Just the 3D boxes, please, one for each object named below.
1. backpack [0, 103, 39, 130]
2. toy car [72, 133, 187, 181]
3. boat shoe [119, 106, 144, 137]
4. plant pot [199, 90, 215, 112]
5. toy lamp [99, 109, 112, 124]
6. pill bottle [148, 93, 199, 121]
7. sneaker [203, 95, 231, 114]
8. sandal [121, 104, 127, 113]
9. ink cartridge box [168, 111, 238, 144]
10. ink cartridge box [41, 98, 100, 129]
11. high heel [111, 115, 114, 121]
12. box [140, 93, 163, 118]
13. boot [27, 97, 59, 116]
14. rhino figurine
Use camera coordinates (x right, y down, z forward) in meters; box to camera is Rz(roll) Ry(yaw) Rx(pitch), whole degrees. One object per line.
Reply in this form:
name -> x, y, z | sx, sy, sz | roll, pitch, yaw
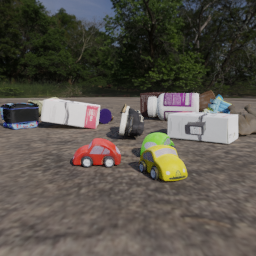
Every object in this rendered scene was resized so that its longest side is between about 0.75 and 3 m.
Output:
backpack -> -4.654, -0.549, 11.763 | 1.537, 1.034, 1.403 | 8, 12, 40
toy car -> 0.371, 0.464, 6.301 | 2.564, 0.572, 2.413 | 5, 10, 31
boat shoe -> 0.181, -0.213, 9.714 | 0.789, 0.967, 2.616 | 12, 6, 1
plant pot -> 4.788, -1.557, 18.366 | 1.585, 1.481, 1.481 | -14, 9, -1
toy lamp -> -1.717, -0.730, 14.069 | 0.808, 0.808, 2.776 | -5, 10, -31
pill bottle -> 2.290, -1.061, 14.144 | 2.495, 1.401, 1.401 | 2, 8, 13
sneaker -> 2.932, -0.553, 10.519 | 2.150, 1.404, 0.855 | 1, 9, 12
sandal -> -0.112, -1.188, 18.815 | 0.519, 0.579, 1.578 | 31, 13, -7
ink cartridge box -> 2.469, -0.063, 9.134 | 1.946, 0.811, 1.413 | 5, 10, 32
ink cartridge box -> -2.344, -0.636, 11.815 | 2.216, 0.939, 1.614 | 6, 8, -4
high heel -> -1.200, -0.489, 13.883 | 0.780, 0.390, 1.094 | -11, 8, -27
box -> 1.721, -1.322, 15.970 | 1.659, 1.376, 1.362 | 7, 11, 42
boot -> -5.153, -1.268, 16.905 | 2.273, 1.059, 2.939 | -9, 13, -43
rhino figurine -> 4.418, -0.245, 10.090 | 2.543, 0.760, 1.112 | -4, 53, -31
